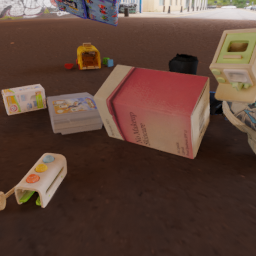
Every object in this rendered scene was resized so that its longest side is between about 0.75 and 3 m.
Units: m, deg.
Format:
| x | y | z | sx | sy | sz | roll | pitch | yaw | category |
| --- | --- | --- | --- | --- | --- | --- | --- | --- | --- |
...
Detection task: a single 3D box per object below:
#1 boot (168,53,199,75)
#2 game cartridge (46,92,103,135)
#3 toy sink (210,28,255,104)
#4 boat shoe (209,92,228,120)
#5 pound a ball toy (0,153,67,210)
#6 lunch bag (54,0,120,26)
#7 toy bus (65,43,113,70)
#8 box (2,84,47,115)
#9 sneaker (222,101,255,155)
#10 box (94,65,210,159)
| x | y | z | sx | sy | sz | roll | pitch | yaw | category |
| --- | --- | --- | --- | --- | --- | --- | --- | --- | --- |
| 1.772 | -1.169 | 8.961 | 0.962 | 2.117 | 2.520 | 1 | 27 | 2 | boot |
| -1.832 | -0.608 | 9.698 | 1.749 | 0.545 | 2.626 | -13 | 29 | -15 | game cartridge |
| 2.738 | -1.555 | 6.939 | 1.048 | 1.609 | 0.901 | 14 | -15 | 42 | toy sink |
| 3.155 | -0.675 | 9.267 | 2.428 | 1.022 | 0.833 | -13 | 50 | -36 | boat shoe |
| -2.070 | 1.099 | 6.057 | 0.979 | 0.638 | 1.502 | 5 | 27 | 10 | pound a ball toy |
| -1.438 | -4.265 | 8.987 | 2.322 | 1.092 | 1.748 | 8 | -2 | 0 | lunch bag |
| -2.285 | -4.130 | 15.862 | 2.478 | 1.280 | 2.338 | 14 | 30 | 25 | toy bus |
| -3.782 | -1.053 | 10.222 | 1.380 | 0.776 | 0.699 | -14 | 30 | -26 | box |
| 3.625 | -0.270 | 7.623 | 1.032 | 1.148 | 2.659 | 8 | 37 | -28 | sneaker |
| 0.711 | -0.489 | 7.624 | 2.685 | 1.717 | 1.463 | 13 | 54 | 26 | box |
